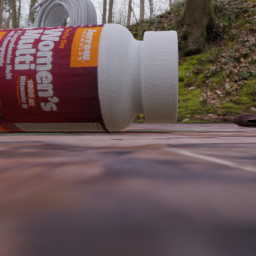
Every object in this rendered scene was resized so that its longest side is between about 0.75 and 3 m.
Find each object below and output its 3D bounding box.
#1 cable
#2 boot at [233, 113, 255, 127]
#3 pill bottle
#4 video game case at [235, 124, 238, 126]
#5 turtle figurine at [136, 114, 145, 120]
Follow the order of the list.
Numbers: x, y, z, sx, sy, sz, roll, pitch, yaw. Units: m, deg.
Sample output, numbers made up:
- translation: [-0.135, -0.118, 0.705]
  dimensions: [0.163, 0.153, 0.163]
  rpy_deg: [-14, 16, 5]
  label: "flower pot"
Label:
- translation: [-1.969, -3.025, 8.548]
  dimensions: [2.358, 2.358, 0.816]
  rpy_deg: [-23, -16, 32]
  label: "cable"
- translation: [3.817, -0.252, 8.761]
  dimensions: [1.269, 0.459, 1.055]
  rpy_deg: [5, 2, 36]
  label: "boot"
- translation: [-0.717, -0.722, 4.220]
  dimensions: [2.864, 1.569, 1.569]
  rpy_deg: [0, 1, 8]
  label: "pill bottle"
- translation: [4.972, -0.137, 10.042]
  dimensions: [1.775, 0.203, 1.616]
  rpy_deg: [1, 1, 6]
  label: "video game case"
- translation: [-0.442, -0.489, 8.793]
  dimensions: [2.780, 0.895, 2.242]
  rpy_deg: [18, 21, 30]
  label: "turtle figurine"
